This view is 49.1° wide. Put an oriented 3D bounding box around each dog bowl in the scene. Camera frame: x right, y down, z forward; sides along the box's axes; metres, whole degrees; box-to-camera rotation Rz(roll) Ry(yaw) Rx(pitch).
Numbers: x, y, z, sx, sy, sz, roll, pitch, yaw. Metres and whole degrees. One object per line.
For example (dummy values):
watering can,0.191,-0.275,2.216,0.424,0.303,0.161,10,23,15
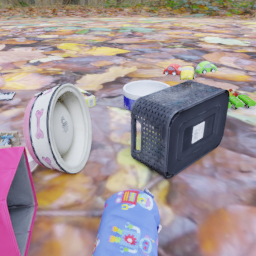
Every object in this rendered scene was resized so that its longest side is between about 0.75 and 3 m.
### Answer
dog bowl,0.814,-1.354,11.974,2.032,0.800,2.032,0,27,0
dog bowl,-1.872,0.036,7.648,0.902,2.445,2.445,-4,25,17

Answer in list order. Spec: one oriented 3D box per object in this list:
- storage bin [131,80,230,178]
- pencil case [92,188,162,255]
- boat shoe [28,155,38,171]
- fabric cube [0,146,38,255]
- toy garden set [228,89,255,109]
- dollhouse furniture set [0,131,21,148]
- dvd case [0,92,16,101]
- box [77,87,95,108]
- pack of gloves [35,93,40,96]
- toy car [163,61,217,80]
storage bin,1.566,-0.090,8.204,2.903,1.963,1.361,-24,35,-38
pencil case,-0.018,2.233,4.635,1.212,1.089,2.792,15,27,-1
boat shoe,-2.820,1.227,7.301,0.496,0.507,1.431,20,38,25
fabric cube,-2.843,1.518,5.373,1.707,1.680,1.712,-3,28,-7
toy garden set,4.132,-1.168,12.107,2.027,0.404,1.689,-5,29,-8
dollhouse furniture set,-3.898,0.155,8.342,0.985,1.405,0.991,-4,27,-8
dvd case,-5.641,-1.466,12.958,0.684,0.113,0.910,-4,28,-9
box,-2.211,-1.394,12.432,0.697,0.464,1.852,-20,32,-35
pack of gloves,-2.091,-0.505,8.729,1.277,1.521,0.300,-17,10,5
toy car,2.062,-1.863,8.808,1.555,0.369,1.653,-11,21,-13
